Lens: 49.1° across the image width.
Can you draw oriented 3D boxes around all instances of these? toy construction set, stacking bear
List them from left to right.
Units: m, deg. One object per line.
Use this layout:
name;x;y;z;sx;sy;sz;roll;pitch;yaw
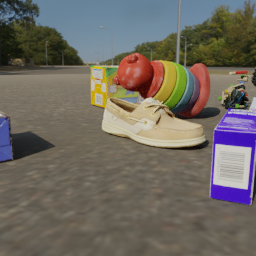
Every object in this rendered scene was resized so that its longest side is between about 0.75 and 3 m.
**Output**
stacking bear;0.971;-1.406;8.615;2.876;1.746;1.635;14;46;-30
toy construction set;4.191;-1.510;11.289;1.151;1.499;1.250;3;2;32

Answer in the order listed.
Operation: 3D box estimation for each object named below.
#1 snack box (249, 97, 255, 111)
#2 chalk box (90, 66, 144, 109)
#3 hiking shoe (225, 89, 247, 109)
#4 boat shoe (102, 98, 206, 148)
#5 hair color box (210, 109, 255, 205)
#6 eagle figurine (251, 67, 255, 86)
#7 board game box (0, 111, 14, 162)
snack box;4.160;-0.304;7.187;1.530;0.518;1.291;15;7;-19
chalk box;-0.037;-1.781;11.810;2.698;1.670;1.679;-8;16;-29
hiking shoe;4.064;-1.035;10.704;0.500;0.429;1.152;12;-22;1
boat shoe;0.457;-0.223;6.613;2.846;0.984;1.049;11;17;37
hair color box;1.703;0.318;4.330;0.582;0.982;1.796;5;15;23
eagle figurine;5.820;-1.542;9.693;2.644;1.995;2.006;-15;-14;-30
board game box;-3.213;0.120;5.416;1.423;0.864;1.784;-9;16;-35
